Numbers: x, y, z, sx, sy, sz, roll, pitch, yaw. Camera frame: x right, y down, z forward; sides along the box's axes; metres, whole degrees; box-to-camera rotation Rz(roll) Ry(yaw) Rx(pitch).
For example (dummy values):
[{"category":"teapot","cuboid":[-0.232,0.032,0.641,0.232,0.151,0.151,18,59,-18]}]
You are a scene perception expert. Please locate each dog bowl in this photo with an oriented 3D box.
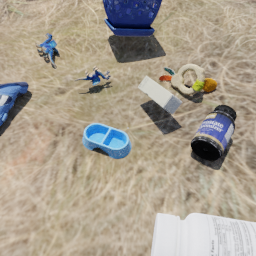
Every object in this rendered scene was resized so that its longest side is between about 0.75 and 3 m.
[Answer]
[{"category":"dog bowl","cuboid":[-0.638,0.338,8.340,1.543,0.382,0.860,19,54,14]}]

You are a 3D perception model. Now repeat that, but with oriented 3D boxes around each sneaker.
[{"category":"sneaker","cuboid":[-4.263,-0.673,8.810,1.063,1.182,2.874,-2,26,35]}]

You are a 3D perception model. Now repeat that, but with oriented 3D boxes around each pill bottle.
[{"category":"pill bottle","cuboid":[2.564,0.092,8.189,0.919,0.919,1.643,26,56,19]},{"category":"pill bottle","cuboid":[1.917,2.650,5.725,2.834,1.607,1.607,8,52,6]}]

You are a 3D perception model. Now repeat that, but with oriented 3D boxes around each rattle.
[{"category":"rattle","cuboid":[2.116,-1.749,9.928,1.183,1.078,1.656,-25,23,-39]}]

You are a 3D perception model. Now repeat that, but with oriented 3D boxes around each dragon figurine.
[{"category":"dragon figurine","cuboid":[-1.181,-1.716,9.657,1.262,0.628,0.371,-33,39,-8]},{"category":"dragon figurine","cuboid":[-3.010,-3.108,10.965,0.882,0.522,1.773,-32,57,-22]}]

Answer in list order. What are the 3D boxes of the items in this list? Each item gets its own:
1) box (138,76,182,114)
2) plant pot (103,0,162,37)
[{"category":"box","cuboid":[0.962,-1.038,8.674,0.496,0.596,1.450,-53,43,10]},{"category":"plant pot","cuboid":[0.062,-4.508,10.615,1.934,1.739,1.934,-5,34,-15]}]
